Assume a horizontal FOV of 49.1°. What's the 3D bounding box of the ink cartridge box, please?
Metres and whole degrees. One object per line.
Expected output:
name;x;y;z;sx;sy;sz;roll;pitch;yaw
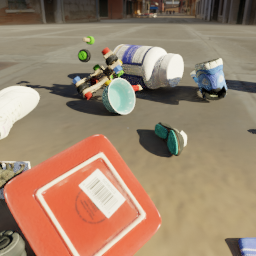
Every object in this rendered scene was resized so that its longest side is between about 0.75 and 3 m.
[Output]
ink cartridge box;-2.600;0.993;5.422;1.234;0.416;0.719;0;25;-1

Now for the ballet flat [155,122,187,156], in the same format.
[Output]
ballet flat;1.159;0.216;7.040;0.524;0.521;1.533;2;24;-16

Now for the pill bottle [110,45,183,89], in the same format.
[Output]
pill bottle;0.746;-2.491;11.481;2.768;1.657;1.657;17;30;35

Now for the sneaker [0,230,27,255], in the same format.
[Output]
sneaker;-1.879;1.711;3.692;1.720;0.682;0.649;-6;21;42

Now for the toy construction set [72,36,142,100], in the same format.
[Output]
toy construction set;-0.584;-1.927;10.552;2.481;2.070;1.907;31;21;15

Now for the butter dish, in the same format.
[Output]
butter dish;-0.679;1.240;4.076;1.687;1.250;1.692;-30;79;-34

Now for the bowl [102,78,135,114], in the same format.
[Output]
bowl;-0.387;-0.971;9.067;0.611;1.169;1.169;-10;12;44

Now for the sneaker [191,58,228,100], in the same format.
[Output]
sneaker;2.932;-1.604;10.201;1.143;1.297;2.909;-11;1;16

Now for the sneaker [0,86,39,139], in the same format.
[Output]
sneaker;-3.437;-0.225;7.629;1.439;1.081;2.888;26;39;24

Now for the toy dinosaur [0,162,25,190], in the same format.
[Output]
toy dinosaur;-1.560;0.652;3.690;0.293;0.389;0.762;0;-13;24

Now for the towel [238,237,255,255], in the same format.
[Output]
towel;2.166;1.995;3.522;1.128;0.186;1.558;0;25;3
